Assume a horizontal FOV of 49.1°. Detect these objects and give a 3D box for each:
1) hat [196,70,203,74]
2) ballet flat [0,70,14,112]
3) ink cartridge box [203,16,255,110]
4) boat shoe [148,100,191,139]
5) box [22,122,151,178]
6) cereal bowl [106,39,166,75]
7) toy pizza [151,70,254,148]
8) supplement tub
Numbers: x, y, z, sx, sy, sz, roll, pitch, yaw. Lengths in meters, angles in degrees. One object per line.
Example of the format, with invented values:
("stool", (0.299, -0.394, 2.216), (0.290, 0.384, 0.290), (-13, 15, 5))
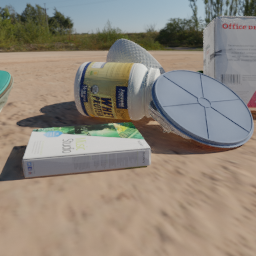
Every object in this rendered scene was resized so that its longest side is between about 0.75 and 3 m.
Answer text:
("hat", (2.904, -1.139, 10.340), (1.779, 1.474, 1.566), (-43, 65, -4))
("ballet flat", (-3.655, -0.376, 6.813), (0.992, 0.938, 2.944), (9, 39, 0))
("ink cartridge box", (3.734, -2.085, 9.439), (2.131, 2.909, 1.204), (0, 0, -4))
("boat shoe", (1.120, -0.110, 7.608), (1.492, 0.636, 0.551), (37, 57, 18))
("box", (-0.927, 0.392, 6.329), (2.532, 0.460, 1.828), (-3, 19, -12))
("cereal bowl", (0.200, -1.895, 10.534), (1.155, 2.774, 2.774), (-48, 34, -10))
("toy pizza", (1.957, -0.537, 7.520), (2.899, 0.459, 2.899), (11, 45, -11))
("supplement tub", (-0.279, -1.166, 8.852), (2.447, 1.767, 1.767), (5, 19, 14))
